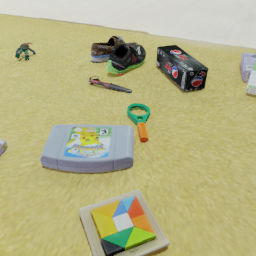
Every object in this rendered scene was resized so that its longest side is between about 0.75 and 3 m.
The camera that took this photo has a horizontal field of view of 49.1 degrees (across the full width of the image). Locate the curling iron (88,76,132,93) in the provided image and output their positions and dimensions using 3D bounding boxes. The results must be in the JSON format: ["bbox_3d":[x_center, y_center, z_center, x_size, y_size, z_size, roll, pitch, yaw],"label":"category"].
[{"bbox_3d":[-0.638,-1.542,9.883,1.760,0.225,0.436,19,39,24],"label":"curling iron"}]

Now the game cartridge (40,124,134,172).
[{"bbox_3d":[-0.954,0.468,6.957,2.209,0.447,1.473,0,39,0],"label":"game cartridge"}]

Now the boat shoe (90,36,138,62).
[{"bbox_3d":[-0.494,-3.466,12.018,2.339,0.846,0.845,-22,41,-27],"label":"boat shoe"}]

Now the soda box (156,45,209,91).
[{"bbox_3d":[1.938,-2.303,10.448,0.882,0.789,2.493,-10,38,-16],"label":"soda box"}]

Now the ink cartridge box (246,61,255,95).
[{"bbox_3d":[4.784,-1.760,9.566,1.118,0.368,1.537,15,66,20],"label":"ink cartridge box"}]

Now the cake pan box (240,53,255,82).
[{"bbox_3d":[5.281,-2.253,10.648,1.792,0.509,1.945,7,36,13],"label":"cake pan box"}]

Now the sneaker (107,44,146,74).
[{"bbox_3d":[0.025,-2.903,11.129,0.890,0.971,2.319,19,40,25],"label":"sneaker"}]

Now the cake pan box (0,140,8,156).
[{"bbox_3d":[-3.690,0.625,6.833,1.088,0.285,1.002,7,34,10],"label":"cake pan box"}]

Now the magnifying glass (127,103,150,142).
[{"bbox_3d":[0.363,-0.203,8.069,0.704,0.198,1.769,0,34,-6],"label":"magnifying glass"}]

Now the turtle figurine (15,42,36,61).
[{"bbox_3d":[-4.506,-3.378,12.194,0.861,0.579,1.150,-3,42,-4],"label":"turtle figurine"}]

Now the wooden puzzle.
[{"bbox_3d":[-0.118,1.790,5.215,1.323,0.266,1.430,-14,38,-18],"label":"wooden puzzle"}]
